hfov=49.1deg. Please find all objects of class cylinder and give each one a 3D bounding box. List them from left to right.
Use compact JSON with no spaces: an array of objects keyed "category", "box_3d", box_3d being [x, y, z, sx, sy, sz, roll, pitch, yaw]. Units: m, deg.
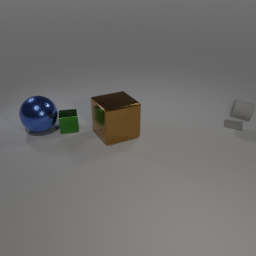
[{"category":"cylinder","box_3d":[4.332,-0.678,10.622,0.700,0.700,0.700,18,32,11]}]

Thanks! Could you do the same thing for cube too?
[{"category":"cube","box_3d":[-2.315,-0.268,10.939,0.700,0.700,0.700,-6,30,-11]},{"category":"cube","box_3d":[-0.464,-0.402,10.452,1.400,1.400,1.400,-14,32,-24]}]

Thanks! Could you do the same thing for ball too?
[{"category":"ball","box_3d":[-3.387,-0.529,10.637,1.400,1.400,1.400,0,29,0]}]
